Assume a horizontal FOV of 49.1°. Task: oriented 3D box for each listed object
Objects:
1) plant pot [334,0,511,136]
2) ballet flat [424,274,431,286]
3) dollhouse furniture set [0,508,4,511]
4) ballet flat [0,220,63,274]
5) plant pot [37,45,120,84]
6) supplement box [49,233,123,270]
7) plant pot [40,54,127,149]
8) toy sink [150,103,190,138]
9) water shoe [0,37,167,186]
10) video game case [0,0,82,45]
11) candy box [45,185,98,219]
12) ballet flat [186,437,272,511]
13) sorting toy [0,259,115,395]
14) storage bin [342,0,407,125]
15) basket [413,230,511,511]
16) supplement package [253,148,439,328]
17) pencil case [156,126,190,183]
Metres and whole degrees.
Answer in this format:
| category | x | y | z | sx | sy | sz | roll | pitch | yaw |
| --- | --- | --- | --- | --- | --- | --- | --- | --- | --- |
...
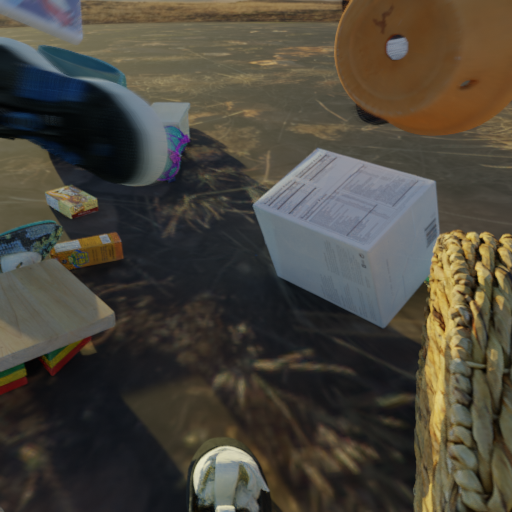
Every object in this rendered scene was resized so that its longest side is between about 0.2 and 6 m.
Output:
| category | x | y | z | sx | sy | sz | roll | pitch | yaw |
| --- | --- | --- | --- | --- | --- | --- | --- | --- | --- |
| plant pot | 1.679 | -2.111 | 5.684 | 1.900 | 1.900 | 1.330 | 20 | 29 | 33 |
| ballet flat | 2.900 | 0.429 | 7.680 | 0.586 | 0.693 | 1.833 | 32 | 13 | -34 |
| dollhouse furniture set | -2.713 | 2.388 | 2.879 | 2.417 | 1.573 | 2.220 | -5 | 28 | -9 |
| ballet flat | -3.816 | 0.248 | 7.847 | 2.464 | 0.915 | 0.915 | -22 | 34 | -25 |
| plant pot | -2.782 | -2.605 | 8.570 | 1.210 | 0.815 | 1.210 | 19 | 21 | -8 |
| supplement box | -2.679 | -0.057 | 8.831 | 1.083 | 0.360 | 0.373 | -12 | 33 | -20 |
| plant pot | -4.271 | -3.811 | 13.935 | 1.969 | 2.453 | 2.453 | 4 | 27 | -7 |
| toy sink | -2.292 | -3.285 | 14.417 | 1.022 | 0.879 | 1.568 | 2 | 33 | 3 |
| water shoe | -2.731 | -1.722 | 7.149 | 3.510 | 1.255 | 1.385 | 29 | 37 | 23 |
| video game case | -2.388 | -2.863 | 5.748 | 0.139 | 1.106 | 1.214 | -25 | -24 | 39 |
| candy box | -3.560 | -1.050 | 10.797 | 0.576 | 0.276 | 0.997 | -24 | 36 | -38 |
| ballet flat | -0.195 | 2.064 | 4.386 | 0.732 | 0.736 | 2.152 | 3 | 27 | -6 |
| sorting toy | -2.898 | 0.881 | 6.745 | 1.806 | 0.632 | 1.817 | -21 | 34 | -35 |
| storage bin | 2.437 | -3.509 | 9.696 | 1.533 | 2.268 | 1.063 | -7 | 8 | 18 |
| basket | 2.545 | 1.236 | 4.143 | 2.535 | 2.428 | 3.403 | 7 | 29 | 15 |
| supplement package | 1.268 | -0.311 | 7.683 | 1.934 | 1.468 | 1.457 | 26 | 59 | 40 |
| pencil case | -2.025 | -2.339 | 12.689 | 0.872 | 0.803 | 1.887 | -15 | 28 | 6 |
